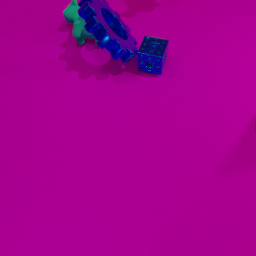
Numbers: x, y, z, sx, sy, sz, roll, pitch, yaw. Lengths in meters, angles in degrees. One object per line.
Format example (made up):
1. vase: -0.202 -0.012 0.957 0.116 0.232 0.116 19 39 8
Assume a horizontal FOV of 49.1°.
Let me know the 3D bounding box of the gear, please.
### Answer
1. gear: -0.518 -2.840 7.995 0.388 2.097 2.097 -34 62 27

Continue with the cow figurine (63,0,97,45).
1. cow figurine: -1.345 -3.345 8.799 1.426 0.783 1.403 5 77 8

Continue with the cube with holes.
1. cube with holes: 0.737 -2.132 8.243 0.731 0.731 0.731 14 60 12
